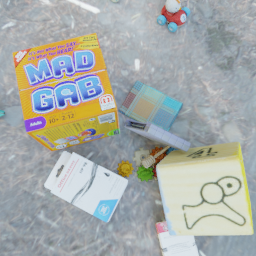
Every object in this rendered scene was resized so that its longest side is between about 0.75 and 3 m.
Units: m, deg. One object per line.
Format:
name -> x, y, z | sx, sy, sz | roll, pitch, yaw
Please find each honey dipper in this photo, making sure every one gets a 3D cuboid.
honey dipper -> 1.297, 0.935, 10.790 | 1.806, 0.343, 0.343 | -32, 76, -27

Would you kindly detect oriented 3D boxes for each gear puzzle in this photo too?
gear puzzle -> 0.877, 1.372, 10.893 | 2.690, 0.352, 1.393 | -7, 74, -2

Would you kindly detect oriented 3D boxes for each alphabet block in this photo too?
alphabet block -> 2.529, 1.889, 9.035 | 2.429, 2.385, 2.373 | -9, 96, 22

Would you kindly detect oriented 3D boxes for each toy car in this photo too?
toy car -> 2.059, -5.211, 12.255 | 1.216, 1.375, 1.267 | 37, 78, 10

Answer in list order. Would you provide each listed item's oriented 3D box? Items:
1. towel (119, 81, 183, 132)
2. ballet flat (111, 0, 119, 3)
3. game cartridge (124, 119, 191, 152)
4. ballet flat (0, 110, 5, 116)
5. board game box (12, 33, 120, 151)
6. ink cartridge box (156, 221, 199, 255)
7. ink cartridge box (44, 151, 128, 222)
towel -> 0.961, -0.854, 11.597 | 2.241, 0.243, 1.643 | 28, 75, 8
ballet flat -> -0.812, -6.583, 13.109 | 0.527, 0.527, 1.519 | -27, 75, -7
game cartridge -> 0.957, 0.203, 9.915 | 1.631, 2.516, 0.483 | 22, 88, -19
ballet flat -> -5.802, -0.601, 11.436 | 1.643, 0.553, 0.578 | 15, 99, 4
board game box -> -2.064, -1.126, 10.274 | 2.898, 2.900, 2.899 | -15, 75, -4
ink cartridge box -> 1.754, 4.098, 9.935 | 1.199, 0.698, 1.646 | -12, 73, -3
ink cartridge box -> -1.632, 2.066, 10.379 | 2.882, 0.961, 1.669 | 26, 76, 7
